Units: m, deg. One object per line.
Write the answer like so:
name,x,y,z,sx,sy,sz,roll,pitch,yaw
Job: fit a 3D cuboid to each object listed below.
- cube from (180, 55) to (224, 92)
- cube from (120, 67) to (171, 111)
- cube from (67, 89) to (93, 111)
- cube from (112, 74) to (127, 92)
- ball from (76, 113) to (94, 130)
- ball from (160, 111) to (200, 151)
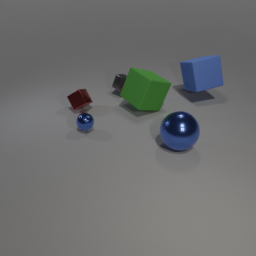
cube,3.489,-2.600,13.335,1.400,1.400,1.400,-16,15,-10
cube,0.765,-1.696,12.382,1.400,1.400,1.400,-1,31,-44
cube,-2.132,-1.268,12.446,0.700,0.700,0.700,-27,1,20
cube,-0.247,-2.231,13.949,0.700,0.700,0.700,34,27,23
ball,-1.678,-0.252,10.973,0.700,0.700,0.700,0,31,0
ball,1.827,0.105,9.917,1.400,1.400,1.400,0,31,0
